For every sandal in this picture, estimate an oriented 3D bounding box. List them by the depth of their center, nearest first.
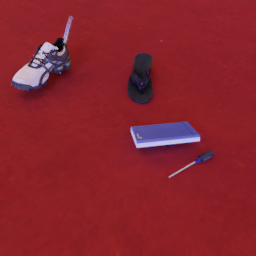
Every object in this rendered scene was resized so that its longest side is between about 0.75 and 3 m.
[{"bbox_3d":[0.373,-1.598,8.393,0.764,0.487,2.033,1,57,4],"label":"sandal"}]

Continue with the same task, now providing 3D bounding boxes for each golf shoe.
[{"bbox_3d":[-2.560,-1.942,8.193,0.880,1.070,2.264,23,44,14],"label":"golf shoe"}]

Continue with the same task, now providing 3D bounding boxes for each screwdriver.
[{"bbox_3d":[1.447,0.810,6.323,1.278,0.186,0.178,-25,79,-23],"label":"screwdriver"}]

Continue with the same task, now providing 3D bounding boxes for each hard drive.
[{"bbox_3d":[0.858,0.137,6.756,1.461,0.185,0.964,-6,22,-6],"label":"hard drive"}]

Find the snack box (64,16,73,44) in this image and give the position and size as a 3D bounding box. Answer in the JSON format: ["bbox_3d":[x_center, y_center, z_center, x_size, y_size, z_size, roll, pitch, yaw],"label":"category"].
[{"bbox_3d":[-2.039,-3.204,9.401,0.127,1.041,0.374,16,13,-9],"label":"snack box"}]
